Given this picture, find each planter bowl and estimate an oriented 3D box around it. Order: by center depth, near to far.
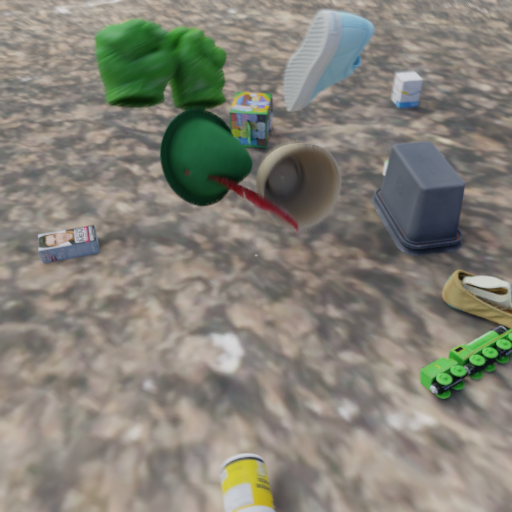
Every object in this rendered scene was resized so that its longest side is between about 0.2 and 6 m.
[{"bbox_3d":[0.572,-1.230,9.235,1.374,1.374,0.925,-15,25,-17],"label":"planter bowl"}]

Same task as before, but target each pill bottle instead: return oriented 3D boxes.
[{"bbox_3d":[-0.092,3.119,7.039,0.612,0.612,1.092,-7,41,-8],"label":"pill bottle"}]

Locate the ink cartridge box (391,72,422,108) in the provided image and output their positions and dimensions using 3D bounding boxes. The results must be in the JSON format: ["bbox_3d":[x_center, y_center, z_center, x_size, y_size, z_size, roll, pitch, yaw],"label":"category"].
[{"bbox_3d":[4.371,-4.816,16.261,0.602,0.824,0.605,-6,41,-7],"label":"ink cartridge box"}]

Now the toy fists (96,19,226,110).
[{"bbox_3d":[-1.647,-3.552,10.332,0.978,1.449,2.843,-9,3,45],"label":"toy fists"}]

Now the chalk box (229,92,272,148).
[{"bbox_3d":[-0.157,-3.447,14.512,0.990,0.997,1.597,6,39,6],"label":"chalk box"}]

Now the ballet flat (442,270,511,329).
[{"bbox_3d":[4.417,0.857,9.616,2.351,0.741,0.807,17,43,19],"label":"ballet flat"}]

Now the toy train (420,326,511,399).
[{"bbox_3d":[3.459,1.647,8.968,2.018,0.421,0.569,-21,34,-24],"label":"toy train"}]

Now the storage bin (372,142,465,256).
[{"bbox_3d":[3.516,-1.305,11.609,1.612,1.488,2.215,-6,41,-7],"label":"storage bin"}]

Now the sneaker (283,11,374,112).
[{"bbox_3d":[1.254,-3.290,9.956,1.085,2.648,0.979,0,81,-14],"label":"sneaker"}]

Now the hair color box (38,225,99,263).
[{"bbox_3d":[-3.755,-0.244,11.229,1.111,0.337,0.550,-12,42,-13],"label":"hair color box"}]

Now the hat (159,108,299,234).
[{"bbox_3d":[-0.271,-1.364,8.141,1.544,1.754,1.453,11,80,45],"label":"hat"}]

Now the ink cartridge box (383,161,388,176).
[{"bbox_3d":[3.697,-1.993,13.249,1.182,0.398,0.692,-9,41,-10],"label":"ink cartridge box"}]
